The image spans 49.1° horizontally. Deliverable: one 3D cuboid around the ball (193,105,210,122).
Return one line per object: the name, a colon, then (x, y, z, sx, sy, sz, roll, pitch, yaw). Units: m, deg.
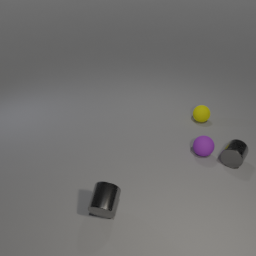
ball: (3.019, -0.588, 11.496, 0.700, 0.700, 0.700, 0, 30, 0)

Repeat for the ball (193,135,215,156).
ball: (2.541, 0.601, 9.407, 0.700, 0.700, 0.700, 0, 30, 0)

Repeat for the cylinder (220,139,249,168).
cylinder: (3.435, 0.821, 9.028, 0.700, 0.700, 0.700, 19, 35, 29)

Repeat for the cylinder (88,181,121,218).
cylinder: (-0.588, 1.818, 7.090, 0.700, 0.700, 0.700, 7, 55, 11)
